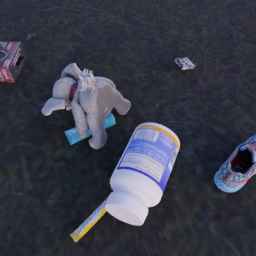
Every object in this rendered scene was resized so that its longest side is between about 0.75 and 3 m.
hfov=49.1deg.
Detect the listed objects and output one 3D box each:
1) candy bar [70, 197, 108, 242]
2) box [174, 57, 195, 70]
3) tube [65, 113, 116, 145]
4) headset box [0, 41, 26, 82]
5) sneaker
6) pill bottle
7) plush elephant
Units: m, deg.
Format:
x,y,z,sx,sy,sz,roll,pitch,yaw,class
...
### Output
x,y,z,sx,sy,sz,roll,pitch,yaw,class
-1.047,2.684,8.300,1.575,0.175,0.393,-44,33,-19,candy bar
2.480,-2.817,12.217,0.759,0.189,0.599,-12,55,-34,box
-1.356,0.004,10.246,1.826,0.460,0.707,-25,45,-12,tube
-5.608,-2.883,11.997,2.332,0.875,1.733,4,54,3,headset box
3.952,0.951,8.981,1.071,1.290,2.702,39,63,24,sneaker
0.434,1.362,8.496,1.598,1.598,2.852,19,57,13,pill bottle
-1.674,-0.994,9.904,2.238,2.891,2.381,14,61,32,plush elephant
